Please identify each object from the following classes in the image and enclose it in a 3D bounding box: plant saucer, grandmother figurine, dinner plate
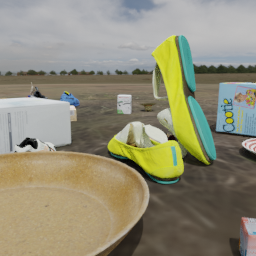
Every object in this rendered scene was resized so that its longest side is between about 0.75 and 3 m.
[{"bbox_3d":[-1.281,0.884,2.921,2.994,0.530,2.994,0,11,0],"label":"plant saucer"},{"bbox_3d":[0.753,0.366,6.102,1.216,0.368,0.737,16,57,43],"label":"grandmother figurine"},{"bbox_3d":[3.398,0.495,5.719,2.001,0.243,2.001,1,12,0],"label":"dinner plate"}]

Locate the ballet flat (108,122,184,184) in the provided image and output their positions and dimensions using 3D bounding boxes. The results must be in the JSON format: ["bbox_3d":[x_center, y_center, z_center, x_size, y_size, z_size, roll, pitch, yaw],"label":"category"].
[{"bbox_3d":[0.254,0.297,5.259,0.782,0.784,2.340,-9,14,-24],"label":"ballet flat"}]

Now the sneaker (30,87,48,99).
[{"bbox_3d":[-3.607,-0.983,10.711,1.701,1.190,0.661,8,9,30],"label":"sneaker"}]

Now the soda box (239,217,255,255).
[{"bbox_3d":[1.542,1.066,2.468,1.027,0.351,0.326,2,11,12],"label":"soda box"}]

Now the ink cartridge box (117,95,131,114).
[{"bbox_3d":[-0.156,-1.016,12.015,0.575,0.788,0.332,2,11,9],"label":"ink cartridge box"}]

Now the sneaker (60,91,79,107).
[{"bbox_3d":[-3.003,-1.520,14.607,0.691,0.822,2.097,-1,10,5],"label":"sneaker"}]

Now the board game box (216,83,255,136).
[{"bbox_3d":[4.034,-0.507,7.682,2.731,1.432,1.407,9,13,35],"label":"board game box"}]

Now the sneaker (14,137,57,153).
[{"bbox_3d":[-1.632,0.427,5.118,0.570,0.619,1.547,-2,10,-2],"label":"sneaker"}]

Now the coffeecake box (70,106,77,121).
[{"bbox_3d":[-2.443,-0.546,10.512,0.929,0.442,1.211,-3,11,-14],"label":"coffeecake box"}]

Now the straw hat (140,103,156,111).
[{"bbox_3d":[0.913,-0.931,12.717,0.814,0.345,0.814,-3,1,0],"label":"straw hat"}]

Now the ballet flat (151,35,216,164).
[{"bbox_3d":[1.048,-0.577,5.901,0.980,2.924,0.977,-19,-22,28],"label":"ballet flat"}]

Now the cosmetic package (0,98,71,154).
[{"bbox_3d":[-2.580,-0.118,6.658,1.764,1.088,1.769,11,14,43],"label":"cosmetic package"}]

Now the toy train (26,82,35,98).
[{"bbox_3d":[-3.697,-1.140,11.301,0.778,1.344,0.569,14,17,35],"label":"toy train"}]
